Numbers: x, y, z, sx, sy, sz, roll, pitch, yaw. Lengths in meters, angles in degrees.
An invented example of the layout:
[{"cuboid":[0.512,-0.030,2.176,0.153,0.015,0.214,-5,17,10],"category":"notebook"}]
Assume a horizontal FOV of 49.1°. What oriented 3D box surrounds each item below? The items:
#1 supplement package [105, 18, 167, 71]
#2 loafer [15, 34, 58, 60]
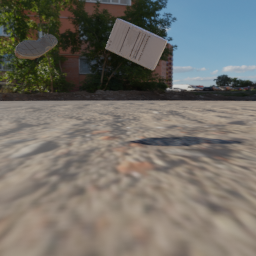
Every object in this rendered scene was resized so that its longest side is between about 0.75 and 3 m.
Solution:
[{"cuboid":[0.350,-3.090,10.355,1.924,1.152,1.167,25,20,1],"category":"supplement package"},{"cuboid":[-2.740,-2.330,8.369,0.509,0.582,1.619,-39,6,41],"category":"loafer"}]
